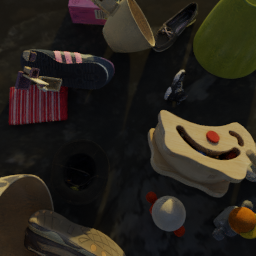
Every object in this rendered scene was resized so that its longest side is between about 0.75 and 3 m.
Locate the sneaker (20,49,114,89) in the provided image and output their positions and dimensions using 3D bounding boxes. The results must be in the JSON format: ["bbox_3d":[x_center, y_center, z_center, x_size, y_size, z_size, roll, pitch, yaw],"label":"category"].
[{"bbox_3d":[-1.832,-1.867,8.704,2.957,1.037,1.213,15,28,13],"label":"sneaker"}]

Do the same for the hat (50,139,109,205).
[{"bbox_3d":[-1.259,1.217,7.753,1.750,0.706,1.750,-1,77,6],"label":"hat"}]

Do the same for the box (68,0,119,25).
[{"bbox_3d":[-1.084,-4.495,9.541,1.528,0.840,1.737,6,71,2],"label":"box"}]

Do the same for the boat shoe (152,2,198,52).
[{"bbox_3d":[1.559,-3.412,9.313,0.699,0.596,2.090,42,77,13],"label":"boat shoe"}]

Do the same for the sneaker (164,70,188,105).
[{"bbox_3d":[1.633,-1.240,8.711,0.628,0.416,1.104,31,80,9],"label":"sneaker"}]

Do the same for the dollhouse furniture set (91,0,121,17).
[{"bbox_3d":[-0.119,-3.461,6.686,1.556,0.865,1.377,-50,43,13],"label":"dollhouse furniture set"}]

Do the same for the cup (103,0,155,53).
[{"bbox_3d":[-0.070,-3.054,8.812,1.198,1.676,1.676,-24,71,23],"label":"cup"}]

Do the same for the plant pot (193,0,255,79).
[{"bbox_3d":[3.329,-3.059,8.209,2.317,2.477,2.317,0,72,0],"label":"plant pot"}]

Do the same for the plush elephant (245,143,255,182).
[{"bbox_3d":[4.504,0.561,7.373,1.902,1.788,2.310,26,74,8],"label":"plush elephant"}]

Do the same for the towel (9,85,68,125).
[{"bbox_3d":[-2.753,-0.760,8.653,1.780,0.200,1.287,-6,71,-2],"label":"towel"}]

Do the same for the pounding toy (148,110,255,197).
[{"bbox_3d":[1.804,0.293,5.439,2.640,1.514,1.509,23,48,-2],"label":"pounding toy"}]

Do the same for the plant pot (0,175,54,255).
[{"bbox_3d":[-3.232,2.476,6.339,1.945,2.897,2.897,1,71,12],"label":"plant pot"}]

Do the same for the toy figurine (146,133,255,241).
[{"bbox_3d":[1.844,1.377,7.057,2.670,1.887,2.712,8,72,3],"label":"toy figurine"}]

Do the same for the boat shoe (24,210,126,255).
[{"bbox_3d":[-1.317,3.106,7.085,2.806,1.045,1.029,27,100,4],"label":"boat shoe"}]

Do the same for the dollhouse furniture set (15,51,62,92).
[{"bbox_3d":[-1.819,-1.183,6.560,0.826,1.164,0.922,27,106,30],"label":"dollhouse furniture set"}]
